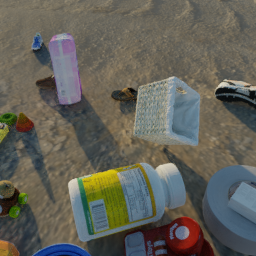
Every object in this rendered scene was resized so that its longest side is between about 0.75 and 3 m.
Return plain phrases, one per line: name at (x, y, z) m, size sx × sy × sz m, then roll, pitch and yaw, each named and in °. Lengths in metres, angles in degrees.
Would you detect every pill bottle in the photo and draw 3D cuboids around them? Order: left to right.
pill bottle at (-0.018, 1.916, 7.804) m, size 2.996 × 1.689 × 1.689 m, roll -12°, pitch 44°, yaw -12°

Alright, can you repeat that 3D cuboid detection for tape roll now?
tape roll at (3.482, 2.295, 8.110) m, size 2.518 × 0.832 × 2.518 m, roll -1°, pitch 42°, yaw 1°

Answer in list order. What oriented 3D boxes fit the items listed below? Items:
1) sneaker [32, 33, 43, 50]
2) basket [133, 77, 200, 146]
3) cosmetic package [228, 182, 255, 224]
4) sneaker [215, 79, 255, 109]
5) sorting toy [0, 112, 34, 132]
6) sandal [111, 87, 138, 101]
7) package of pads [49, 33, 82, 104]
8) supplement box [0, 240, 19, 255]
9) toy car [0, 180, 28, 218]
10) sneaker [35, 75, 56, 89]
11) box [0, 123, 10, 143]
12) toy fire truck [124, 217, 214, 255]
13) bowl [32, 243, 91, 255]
sneaker at (-5.312, -4.989, 16.244) m, size 0.572 × 0.582 × 1.510 m, roll -4°, pitch 44°, yaw -7°
basket at (1.364, -0.470, 9.614) m, size 1.574 × 1.939 × 1.957 m, roll -3°, pitch 76°, yaw 39°
cosmetic package at (3.611, 2.200, 7.261) m, size 1.793 × 0.454 × 0.740 m, roll 30°, pitch 50°, yaw 31°
sneaker at (5.276, -1.575, 12.225) m, size 2.738 × 1.009 × 1.095 m, roll 17°, pitch 44°, yaw 18°
sorting toy at (-4.786, -0.538, 11.258) m, size 2.105 × 0.725 × 0.730 m, roll 19°, pitch 45°, yaw 17°
sandal at (0.115, -1.544, 12.559) m, size 1.743 × 0.476 × 0.712 m, roll 6°, pitch 43°, yaw 7°
package of pads at (-2.597, -2.494, 11.801) m, size 1.019 × 2.694 × 1.623 m, roll -6°, pitch 27°, yaw -4°
supplement box at (-3.401, 3.696, 6.761) m, size 0.618 × 0.598 × 1.797 m, roll 9°, pitch 43°, yaw 10°
toy car at (-3.671, 1.937, 8.234) m, size 0.977 × 1.190 × 0.939 m, roll 10°, pitch 43°, yaw 11°
sneaker at (-3.542, -2.267, 13.223) m, size 1.712 × 0.646 × 0.603 m, roll 1°, pitch 42°, yaw 0°
box at (-5.055, 0.376, 10.553) m, size 0.531 × 0.354 × 1.412 m, roll 7°, pitch 43°, yaw 8°
toy fire truck at (0.988, 3.499, 6.596) m, size 2.185 × 1.459 × 2.602 m, roll -21°, pitch 41°, yaw 13°
bowl at (-1.686, 3.864, 6.714) m, size 2.089 × 0.410 × 2.089 m, roll 0°, pitch 43°, yaw 0°
